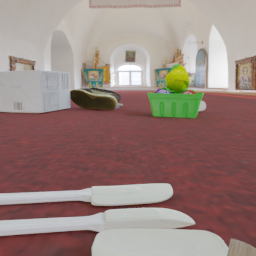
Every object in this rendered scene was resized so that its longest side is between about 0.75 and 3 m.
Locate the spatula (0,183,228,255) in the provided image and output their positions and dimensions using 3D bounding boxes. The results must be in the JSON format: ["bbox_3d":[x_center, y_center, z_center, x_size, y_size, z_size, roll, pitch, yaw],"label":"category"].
[{"bbox_3d":[-0.660,0.735,2.141,2.459,0.198,1.710,-1,10,-6],"label":"spatula"}]

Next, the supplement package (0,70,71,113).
[{"bbox_3d":[-3.877,-1.546,11.680,2.132,1.640,2.230,3,10,18],"label":"supplement package"}]

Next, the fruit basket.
[{"bbox_3d":[1.701,-1.328,9.794,1.977,1.977,1.426,3,10,17],"label":"fruit basket"}]

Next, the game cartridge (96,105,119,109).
[{"bbox_3d":[-1.011,-0.955,12.686,1.086,0.208,0.704,7,7,35],"label":"game cartridge"}]

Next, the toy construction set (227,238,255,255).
[{"bbox_3d":[0.454,0.403,0.523,1.281,1.536,1.180,3,0,-39],"label":"toy construction set"}]

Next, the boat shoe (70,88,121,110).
[{"bbox_3d":[-1.424,-1.334,12.300,2.467,0.882,0.811,11,35,29],"label":"boat shoe"}]

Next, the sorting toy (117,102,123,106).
[{"bbox_3d":[-0.978,-1.304,13.362,1.121,0.393,1.128,5,1,-30],"label":"sorting toy"}]

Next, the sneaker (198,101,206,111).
[{"bbox_3d":[2.321,-0.849,11.286,1.508,0.567,0.667,6,-3,0],"label":"sneaker"}]
